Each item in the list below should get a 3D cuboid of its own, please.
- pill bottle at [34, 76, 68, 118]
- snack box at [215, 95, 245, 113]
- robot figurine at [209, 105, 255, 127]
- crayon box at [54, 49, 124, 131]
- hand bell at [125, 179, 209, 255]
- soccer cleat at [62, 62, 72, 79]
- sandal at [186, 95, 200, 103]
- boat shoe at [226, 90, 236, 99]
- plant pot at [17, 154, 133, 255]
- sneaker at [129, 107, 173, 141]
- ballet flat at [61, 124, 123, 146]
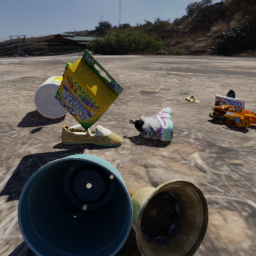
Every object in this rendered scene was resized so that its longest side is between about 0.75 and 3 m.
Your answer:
[{"bbox_3d":[-3.408,-1.605,13.408,1.629,1.629,2.926,-2,19,-6],"label":"pill bottle"},{"bbox_3d":[4.976,-1.183,13.770,0.204,0.604,1.679,-10,21,-28],"label":"snack box"},{"bbox_3d":[4.494,-0.537,11.852,1.495,0.600,2.062,-10,21,-33],"label":"robot figurine"},{"bbox_3d":[-1.259,-0.997,8.326,0.622,1.516,2.412,-45,3,-32],"label":"crayon box"},{"bbox_3d":[0.089,1.453,5.614,1.431,1.431,2.748,-11,8,-29],"label":"hand bell"},{"bbox_3d":[-2.529,-2.273,11.674,0.307,0.909,0.369,4,26,-29],"label":"soccer cleat"},{"bbox_3d":[3.596,-1.694,15.666,0.406,0.364,1.107,-8,20,-23],"label":"sandal"},{"bbox_3d":[5.950,-1.945,16.144,0.563,0.534,1.610,6,20,18],"label":"boat shoe"},{"bbox_3d":[-0.815,1.256,5.073,1.762,1.762,1.656,0,4,0],"label":"plant pot"},{"bbox_3d":[0.852,-0.241,10.531,1.586,0.881,2.267,3,18,5],"label":"sneaker"},{"bbox_3d":[-1.233,0.217,9.490,2.151,0.678,0.738,1,18,2],"label":"ballet flat"}]
